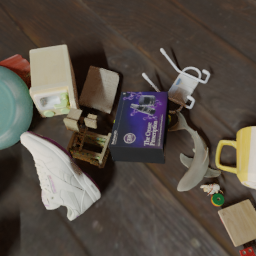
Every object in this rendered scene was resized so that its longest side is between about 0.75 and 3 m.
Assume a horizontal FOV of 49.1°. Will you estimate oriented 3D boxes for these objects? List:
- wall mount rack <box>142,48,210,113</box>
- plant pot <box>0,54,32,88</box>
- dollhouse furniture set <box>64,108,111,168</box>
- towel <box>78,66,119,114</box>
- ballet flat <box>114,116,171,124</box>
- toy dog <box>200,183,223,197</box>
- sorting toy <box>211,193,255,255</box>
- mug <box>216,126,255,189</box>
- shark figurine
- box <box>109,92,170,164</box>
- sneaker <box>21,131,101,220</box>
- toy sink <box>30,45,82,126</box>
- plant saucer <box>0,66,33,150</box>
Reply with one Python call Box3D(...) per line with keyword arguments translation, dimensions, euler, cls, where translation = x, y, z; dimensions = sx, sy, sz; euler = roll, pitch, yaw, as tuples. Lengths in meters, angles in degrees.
Box3D(translation=(1.696, -1.733, 9.982), dimensions=(2.006, 0.861, 2.309), euler=(28, 64, 14), cls="wall mount rack")
Box3D(translation=(-4.105, -1.682, 9.674), dimensions=(1.557, 1.557, 1.515), euler=(36, 60, 17), cls="plant pot")
Box3D(translation=(-0.865, 0.462, 8.321), dimensions=(1.936, 1.712, 1.076), euler=(14, 63, 8), cls="dollhouse furniture set")
Box3D(translation=(-1.002, -1.386, 9.943), dimensions=(1.182, 0.307, 1.783), euler=(16, 58, -6), cls="towel")
Box3D(translation=(0.469, -0.325, 9.445), dimensions=(1.908, 0.637, 0.639), euler=(-3, 40, -5), cls="ballet flat")
Box3D(translation=(2.472, 1.844, 8.166), dimensions=(0.574, 0.871, 0.419), euler=(-12, 78, 21), cls="toy dog")
Box3D(translation=(3.205, 2.738, 7.875), dimensions=(0.994, 0.349, 2.062), euler=(-18, 63, -9), cls="sorting toy")
Box3D(translation=(3.825, 0.994, 8.428), dimensions=(1.523, 1.901, 1.561), euler=(25, 70, -24), cls="mug")
Box3D(translation=(2.156, 0.627, 8.655), dimensions=(1.493, 1.043, 2.499), euler=(-2, 64, -2), cls="shark figurine")
Box3D(translation=(0.392, -0.067, 8.112), dimensions=(1.471, 0.822, 2.084), euler=(0, 51, 14), cls="box")
Box3D(translation=(-1.967, 1.334, 7.527), dimensions=(1.410, 1.060, 2.830), euler=(-46, 110, -20), cls="sneaker")
Box3D(translation=(-2.440, -1.285, 9.350), dimensions=(1.341, 1.560, 2.394), euler=(-11, 63, -6), cls="toy sink")
Box3D(translation=(-4.457, -0.635, 8.826), dimensions=(2.787, 0.501, 2.787), euler=(0, 93, 1), cls="plant saucer")
